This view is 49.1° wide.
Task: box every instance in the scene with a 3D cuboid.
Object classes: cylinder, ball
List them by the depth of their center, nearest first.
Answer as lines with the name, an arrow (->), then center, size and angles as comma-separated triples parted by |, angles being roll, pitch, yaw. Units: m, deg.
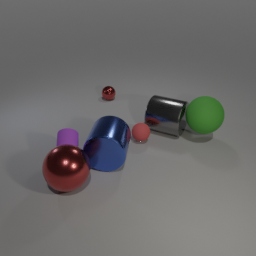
ball -> -1.817, 1.181, 8.316 | 1.400, 1.400, 1.400 | 0, 31, 0
cylinder -> -1.983, 0.479, 9.205 | 0.700, 0.700, 0.700 | -3, 56, -4
cylinder -> -0.673, 0.503, 9.446 | 1.400, 1.400, 1.400 | 4, 31, 7
ball -> 2.842, -0.482, 10.384 | 1.400, 1.400, 1.400 | 0, 31, 0
ball -> 0.486, 0.150, 10.556 | 0.700, 0.700, 0.700 | 0, 31, 0
cylinder -> 1.554, -0.496, 11.108 | 1.400, 1.400, 1.400 | 15, 34, 23
ball -> -0.958, -1.737, 13.897 | 0.700, 0.700, 0.700 | 0, 31, 0
